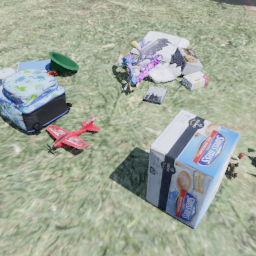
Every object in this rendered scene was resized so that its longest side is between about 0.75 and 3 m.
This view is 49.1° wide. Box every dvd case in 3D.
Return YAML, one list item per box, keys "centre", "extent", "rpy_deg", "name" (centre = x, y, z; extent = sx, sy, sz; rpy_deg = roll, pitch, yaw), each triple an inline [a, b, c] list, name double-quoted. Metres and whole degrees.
- centre: [1.217, -1.473, 12.455]
  extent: [0.816, 0.134, 1.086]
  rpy_deg: [15, 45, 15]
  name: "dvd case"

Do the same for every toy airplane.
- centre: [-2.006, 0.200, 10.490]
  extent: [2.293, 0.422, 2.293]
  rpy_deg: [-7, 36, 5]
  name: "toy airplane"

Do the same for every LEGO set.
- centre: [4.520, 1.231, 9.450]
  extent: [2.409, 0.683, 1.565]
  rpy_deg: [-2, 40, 17]
  name: "LEGO set"

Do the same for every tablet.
- centre: [-4.704, -3.076, 14.136]
  extent: [1.669, 0.114, 1.086]
  rpy_deg: [-7, 44, -8]
  name: "tablet"

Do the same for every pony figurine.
- centre: [0.787, -3.035, 12.926]
  extent: [2.715, 2.342, 2.813]
  rpy_deg: [-27, 43, 10]
  name: "pony figurine"

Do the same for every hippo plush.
- centre: [-5.483, -2.134, 12.360]
  extent: [1.507, 1.212, 1.200]
  rpy_deg: [-23, 48, -22]
  name: "hippo plush"

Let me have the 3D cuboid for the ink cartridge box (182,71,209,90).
- centre: [3.129, -2.194, 13.006]
  extent: [0.968, 0.404, 0.702]
  rpy_deg: [-19, 47, -19]
  name: "ink cartridge box"

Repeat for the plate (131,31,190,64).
- centre: [1.839, -4.623, 15.513]
  extent: [2.620, 0.423, 2.615]
  rpy_deg: [20, 47, 18]
  name: "plate"

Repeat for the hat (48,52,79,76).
- centre: [-3.535, -2.700, 13.727]
  extent: [1.792, 1.578, 1.485]
  rpy_deg: [22, 25, -23]
  name: "hat"

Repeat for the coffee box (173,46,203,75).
- centre: [2.910, -3.261, 13.779]
  extent: [0.921, 0.651, 1.630]
  rpy_deg: [8, 42, -19]
  name: "coffee box"

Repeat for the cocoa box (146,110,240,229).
- centre: [1.712, 1.193, 7.875]
  extent: [1.725, 2.629, 1.753]
  rpy_deg: [27, 51, 24]
  name: "cocoa box"

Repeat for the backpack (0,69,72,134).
- centre: [-3.894, -1.266, 11.062]
  extent: [2.432, 1.787, 2.225]
  rpy_deg: [23, 45, 27]
  name: "backpack"
